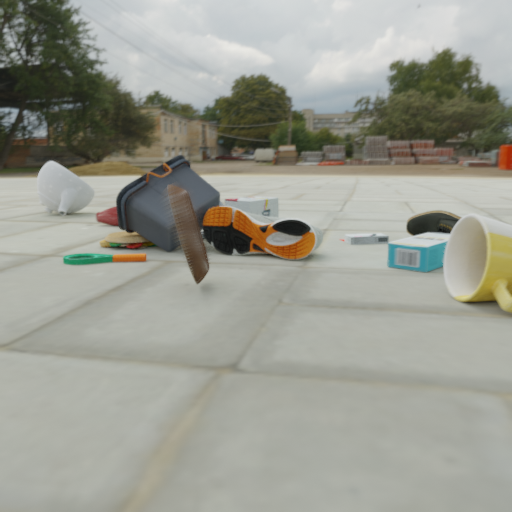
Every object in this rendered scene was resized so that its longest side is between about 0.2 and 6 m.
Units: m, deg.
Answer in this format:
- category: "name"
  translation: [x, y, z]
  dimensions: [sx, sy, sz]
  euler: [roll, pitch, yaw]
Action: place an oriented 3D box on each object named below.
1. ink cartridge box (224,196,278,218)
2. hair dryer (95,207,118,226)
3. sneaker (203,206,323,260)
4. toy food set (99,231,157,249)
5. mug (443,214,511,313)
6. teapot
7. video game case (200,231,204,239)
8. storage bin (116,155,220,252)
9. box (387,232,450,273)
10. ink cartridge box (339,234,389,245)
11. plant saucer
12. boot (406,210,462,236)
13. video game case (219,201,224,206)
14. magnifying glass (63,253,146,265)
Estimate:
- category: "ink cartridge box"
  translation: [-0.101, -1.042, 14.162]
  dimensions: [0.856, 0.852, 1.178]
  euler: [9, 13, 39]
- category: "hair dryer"
  translation: [-3.292, -1.031, 15.542]
  dimensions: [2.241, 0.609, 1.707]
  euler: [1, -7, -23]
- category: "sneaker"
  translation: [0.141, -0.413, 11.082]
  dimensions: [2.497, 0.945, 1.148]
  euler: [13, 8, 25]
- category: "toy food set"
  translation: [-2.672, -0.330, 11.893]
  dimensions: [1.104, 0.271, 1.116]
  euler: [10, 14, 42]
- category: "mug"
  translation: [3.328, 0.225, 7.460]
  dimensions: [1.193, 1.453, 1.163]
  euler: [7, -23, -9]
- category: "teapot"
  translation: [-6.281, -1.992, 17.937]
  dimensions: [1.946, 1.440, 1.972]
  euler: [32, -7, 8]
- category: "video game case"
  translation: [-1.876, -0.456, 12.937]
  dimensions: [1.265, 0.139, 1.153]
  euler: [4, 12, 23]
- category: "storage bin"
  translation: [-1.683, -1.066, 11.471]
  dimensions: [1.289, 1.397, 1.920]
  euler: [34, 52, 22]
- category: "box"
  translation: [3.134, -0.099, 10.112]
  dimensions: [0.753, 0.450, 1.829]
  euler: [9, 13, 41]
- category: "ink cartridge box"
  translation: [2.394, -0.403, 12.532]
  dimensions: [0.889, 0.194, 0.772]
  euler: [-2, 12, -13]
- category: "plant saucer"
  translation: [-0.943, -0.328, 8.078]
  dimensions: [0.257, 1.490, 1.490]
  euler: [-15, 11, -2]
- category: "boot"
  translation: [3.978, -0.494, 11.800]
  dimensions: [1.862, 0.721, 1.288]
  euler: [5, 16, 30]
- category: "video game case"
  translation: [-0.822, -0.934, 12.662]
  dimensions: [0.148, 1.346, 1.225]
  euler: [-47, 23, -13]
- category: "magnifying glass"
  translation: [-2.754, 0.044, 10.197]
  dimensions: [1.480, 0.166, 0.589]
  euler: [0, 10, -3]
